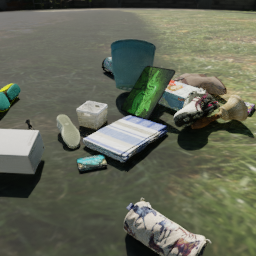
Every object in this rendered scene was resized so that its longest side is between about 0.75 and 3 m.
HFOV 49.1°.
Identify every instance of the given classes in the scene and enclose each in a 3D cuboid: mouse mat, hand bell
[{"bbox_3d":[0.783,-1.533,11.579,0.088,2.326,1.871,34,-7,-41],"label":"mouse mat"},{"bbox_3d":[3.383,-0.407,10.827,2.130,1.109,1.109,-22,34,-11],"label":"hand bell"}]

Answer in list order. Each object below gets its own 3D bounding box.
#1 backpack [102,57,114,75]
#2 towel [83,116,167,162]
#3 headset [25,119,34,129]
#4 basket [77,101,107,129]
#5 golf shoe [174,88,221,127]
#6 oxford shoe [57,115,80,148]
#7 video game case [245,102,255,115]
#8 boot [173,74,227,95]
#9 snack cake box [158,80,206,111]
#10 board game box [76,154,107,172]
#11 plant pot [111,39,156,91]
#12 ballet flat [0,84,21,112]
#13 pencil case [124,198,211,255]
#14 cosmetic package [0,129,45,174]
[{"bbox_3d":[-0.791,-3.630,16.312,1.165,0.884,1.396,-12,35,-26],"label":"backpack"},{"bbox_3d":[-0.046,0.283,9.929,1.956,0.317,2.664,19,33,34],"label":"towel"},{"bbox_3d":[-3.551,0.338,9.474,0.846,0.644,1.370,4,41,5],"label":"headset"},{"bbox_3d":[-1.366,-0.517,10.898,0.911,0.739,0.919,12,32,20],"label":"basket"},{"bbox_3d":[2.443,-0.787,10.799,2.562,0.989,1.128,-21,73,-42],"label":"golf shoe"},{"bbox_3d":[-2.141,0.172,10.012,0.615,0.472,1.636,-9,45,-30],"label":"oxford shoe"},{"bbox_3d":[4.857,-0.926,12.192,1.060,0.190,0.961,20,35,31],"label":"video game case"},{"bbox_3d":[3.352,-2.017,13.646,1.777,0.854,2.431,-15,31,-13],"label":"boot"},{"bbox_3d":[2.155,-1.463,12.559,1.302,0.760,2.263,-25,38,-34],"label":"snack cake box"},{"bbox_3d":[-1.129,1.073,8.694,0.871,0.123,0.589,-9,30,-15],"label":"board game box"},{"bbox_3d":[0.201,-2.867,13.382,2.176,2.044,2.176,3,-3,0],"label":"plant pot"},{"bbox_3d":[-5.565,-1.262,12.345,0.843,0.840,2.514,-18,24,11],"label":"ballet flat"},{"bbox_3d":[0.771,2.230,5.915,1.850,0.827,0.720,22,-4,35],"label":"pencil case"},{"bbox_3d":[-3.724,0.684,8.462,2.052,0.870,1.104,0,42,4],"label":"cosmetic package"}]
